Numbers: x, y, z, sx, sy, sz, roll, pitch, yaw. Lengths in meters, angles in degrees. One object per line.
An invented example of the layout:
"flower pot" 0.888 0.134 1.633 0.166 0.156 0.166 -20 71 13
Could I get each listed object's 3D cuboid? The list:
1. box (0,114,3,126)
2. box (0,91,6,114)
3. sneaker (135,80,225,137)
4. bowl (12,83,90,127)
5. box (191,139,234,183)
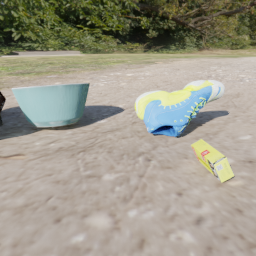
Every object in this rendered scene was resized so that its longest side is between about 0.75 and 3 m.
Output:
"box" -4.382 -0.390 6.812 2.194 0.541 1.752 -19 44 -23
"box" -4.577 -0.878 8.968 0.901 0.740 0.747 6 63 7
"sneaker" 1.527 -0.427 7.594 2.570 1.350 0.973 -13 -24 -3
"bowl" -2.152 -0.667 8.125 2.177 1.138 2.177 -3 8 0
"box" 1.597 0.595 5.408 0.282 0.423 1.125 -28 18 0
